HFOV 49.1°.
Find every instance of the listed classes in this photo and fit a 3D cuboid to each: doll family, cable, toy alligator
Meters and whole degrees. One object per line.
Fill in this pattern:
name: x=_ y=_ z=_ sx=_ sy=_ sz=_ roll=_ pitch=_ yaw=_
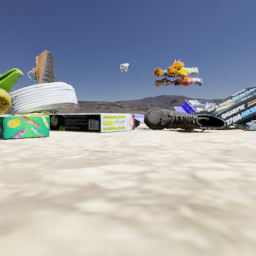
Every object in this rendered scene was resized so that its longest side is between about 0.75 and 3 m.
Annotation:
doll family: x=1.455 y=-1.722 z=8.941 sx=1.106 sy=0.803 sz=1.782 roll=-5 pitch=8 yaw=-27
cable: x=-3.566 y=-0.922 z=11.420 sx=2.946 sy=1.020 sz=2.946 roll=-20 pitch=-6 yaw=35
toy alligator: x=-3.345 y=-0.302 z=5.234 sx=2.998 sy=0.720 sz=0.994 roll=-24 pitch=48 yaw=-16

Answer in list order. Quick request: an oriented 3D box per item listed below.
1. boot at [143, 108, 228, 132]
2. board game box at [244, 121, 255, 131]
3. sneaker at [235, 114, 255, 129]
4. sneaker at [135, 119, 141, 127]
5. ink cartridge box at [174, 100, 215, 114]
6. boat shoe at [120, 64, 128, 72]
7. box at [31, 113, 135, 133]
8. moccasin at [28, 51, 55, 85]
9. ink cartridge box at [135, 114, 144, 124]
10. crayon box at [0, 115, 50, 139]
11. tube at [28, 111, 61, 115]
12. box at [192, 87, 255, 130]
boot: x=1.539 y=-0.235 z=7.797 sx=1.937 sy=0.671 sz=1.686 roll=2 pitch=2 yaw=-12
board game box: x=3.951 y=-0.069 z=8.072 sx=0.994 sy=0.306 sz=0.993 roll=1 pitch=2 yaw=13
sneaker: x=4.156 y=-0.292 z=9.104 sx=1.444 sy=0.659 sz=0.560 roll=-1 pitch=3 yaw=-10
sneaker: x=0.012 y=-0.190 z=10.355 sx=0.882 sy=0.330 sz=0.468 roll=-3 pitch=6 yaw=-33
ink cartridge box: x=3.719 y=-0.855 z=14.272 sx=2.190 sy=0.475 sz=2.170 roll=-3 pitch=28 yaw=-10
boat shoe: x=-0.154 y=-2.573 z=12.037 sx=0.355 sy=0.315 sz=0.965 roll=-10 pitch=9 yaw=-3
box: x=-1.383 y=-0.175 z=8.326 sx=2.824 sy=0.490 sz=1.554 roll=1 pitch=3 yaw=34
moccasin: x=-3.589 y=-2.286 z=11.664 sx=0.876 sy=2.268 sz=0.830 roll=-22 pitch=-32 yaw=15
ink cartridge box: x=-0.225 y=-0.509 z=15.435 sx=2.424 sy=0.531 sz=2.447 roll=0 pitch=4 yaw=-6
crayon box: x=-2.456 y=-0.048 z=5.927 sx=0.929 sy=0.455 sz=1.563 roll=-3 pitch=4 yaw=-44
tube: x=-3.386 y=-0.267 z=10.184 sx=0.690 sy=0.618 sz=2.379 roll=-39 pitch=-13 yaw=25
box: x=3.620 y=-0.704 z=9.355 sx=2.418 sy=0.556 sz=1.922 roll=-25 pitch=7 yaw=-6
